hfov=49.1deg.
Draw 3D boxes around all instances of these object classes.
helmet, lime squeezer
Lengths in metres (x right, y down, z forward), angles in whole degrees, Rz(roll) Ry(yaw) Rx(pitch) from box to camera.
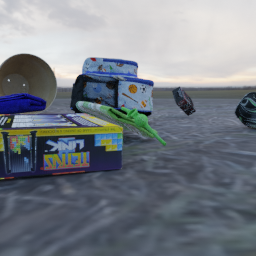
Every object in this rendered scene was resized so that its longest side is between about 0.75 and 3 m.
[{"bbox_3d":[3.704,-0.458,8.006,1.009,1.009,0.962,-7,39,-44],"label":"helmet"},{"bbox_3d":[0.199,-0.172,5.063,1.292,0.244,0.456,41,10,37],"label":"lime squeezer"}]

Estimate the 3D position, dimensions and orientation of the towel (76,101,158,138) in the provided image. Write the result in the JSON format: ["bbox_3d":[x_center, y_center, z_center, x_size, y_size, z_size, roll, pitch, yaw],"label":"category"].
[{"bbox_3d":[-0.343,-0.192,6.439,1.380,0.284,1.850,25,-4,-29],"label":"towel"}]

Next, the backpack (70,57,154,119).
[{"bbox_3d":[-0.498,-1.173,9.519,2.729,2.207,2.865,10,3,-14],"label":"backpack"}]

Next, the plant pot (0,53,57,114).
[{"bbox_3d":[-5.047,-2.016,13.298,2.783,2.783,1.868,-6,8,-39],"label":"plant pot"}]

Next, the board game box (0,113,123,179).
[{"bbox_3d":[-1.323,0.166,4.488,1.886,0.647,2.281,-1,7,-20],"label":"board game box"}]

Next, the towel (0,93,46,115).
[{"bbox_3d":[-4.641,-0.819,10.350,2.787,0.690,2.058,-6,5,0],"label":"towel"}]

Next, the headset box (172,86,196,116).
[{"bbox_3d":[2.302,-1.145,11.670,0.416,0.825,1.110,-32,-48,24],"label":"headset box"}]
